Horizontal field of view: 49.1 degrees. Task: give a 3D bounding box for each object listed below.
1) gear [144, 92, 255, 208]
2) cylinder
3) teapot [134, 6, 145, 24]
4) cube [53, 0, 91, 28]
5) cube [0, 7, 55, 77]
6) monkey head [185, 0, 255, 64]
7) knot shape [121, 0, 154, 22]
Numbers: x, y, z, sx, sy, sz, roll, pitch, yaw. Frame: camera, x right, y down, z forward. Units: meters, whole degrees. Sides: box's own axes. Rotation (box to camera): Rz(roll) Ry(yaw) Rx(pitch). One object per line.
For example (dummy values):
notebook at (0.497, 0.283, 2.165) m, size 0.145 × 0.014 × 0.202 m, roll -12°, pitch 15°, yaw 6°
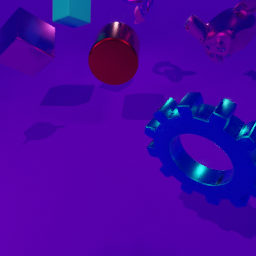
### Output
gear at (1.207, 0.400, 4.428) m, size 2.006 × 2.006 × 0.371 m, roll 23°, pitch 51°, yaw 28°
cylinder at (-0.358, -2.143, 8.037) m, size 1.374 × 1.374 × 1.374 m, roll 2°, pitch 38°, yaw 3°
teapot at (0.542, -4.426, 10.630) m, size 0.659 × 1.060 × 0.519 m, roll 4°, pitch 37°, yaw -42°
cube at (-1.731, -3.668, 8.622) m, size 0.840 × 0.840 × 0.840 m, roll 3°, pitch 3°, yaw 43°
cube at (-3.136, -2.596, 8.649) m, size 1.270 × 1.270 × 1.270 m, roll -26°, pitch 58°, yaw 34°
monkey head at (1.235, -1.327, 3.712) m, size 0.829 × 1.152 × 0.694 m, roll 39°, pitch 81°, yaw 0°
knot shape at (0.406, -4.537, 9.161) m, size 1.686 × 1.801 × 0.832 m, roll 33°, pitch 36°, yaw 30°
